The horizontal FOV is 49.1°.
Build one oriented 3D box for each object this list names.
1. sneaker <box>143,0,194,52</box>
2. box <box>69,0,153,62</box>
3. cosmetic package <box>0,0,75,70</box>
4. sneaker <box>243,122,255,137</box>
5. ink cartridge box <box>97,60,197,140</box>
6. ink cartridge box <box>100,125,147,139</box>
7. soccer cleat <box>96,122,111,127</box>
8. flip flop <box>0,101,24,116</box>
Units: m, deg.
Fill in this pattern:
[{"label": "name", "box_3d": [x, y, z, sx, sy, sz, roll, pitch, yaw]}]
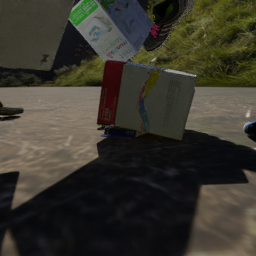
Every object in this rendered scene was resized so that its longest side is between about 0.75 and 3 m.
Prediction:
[{"label": "sneaker", "box_3d": [1.233, -4.004, 10.565, 1.144, 0.965, 2.616, 1, -33, -40]}, {"label": "box", "box_3d": [-0.370, -3.089, 7.989, 1.053, 1.922, 2.178, -25, 29, 35]}, {"label": "cosmetic package", "box_3d": [-2.662, -2.657, 5.739, 1.968, 1.956, 2.351, -7, 45, -49]}, {"label": "sneaker", "box_3d": [3.210, 0.007, 6.233, 1.127, 0.433, 0.627, -1, 3, 15]}, {"label": "ink cartridge box", "box_3d": [0.511, -0.727, 6.621, 1.991, 1.440, 1.446, 13, 14, 11]}, {"label": "ink cartridge box", "box_3d": [-0.093, 0.070, 6.689, 0.855, 0.174, 0.857, 5, 11, 26]}, {"label": "soccer cleat", "box_3d": [-0.470, -0.259, 7.870, 1.007, 0.408, 0.340, -9, 14, -42]}, {"label": "flip flop", "box_3d": [-4.448, -0.744, 9.187, 0.916, 0.650, 2.259, -1, 1, 33]}]
